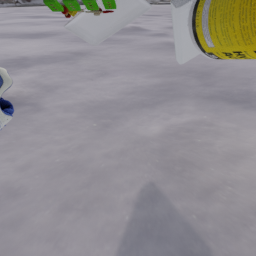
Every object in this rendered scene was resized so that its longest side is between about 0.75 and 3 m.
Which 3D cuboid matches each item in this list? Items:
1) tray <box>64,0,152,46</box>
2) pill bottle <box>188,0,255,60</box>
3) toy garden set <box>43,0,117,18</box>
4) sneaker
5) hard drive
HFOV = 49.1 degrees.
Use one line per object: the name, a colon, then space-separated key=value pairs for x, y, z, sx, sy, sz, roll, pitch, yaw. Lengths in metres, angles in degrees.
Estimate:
tray: x=-0.553 y=-2.909 z=7.191 sx=2.141 sy=0.237 sz=1.150 roll=-20 pitch=-29 yaw=37
pill bottle: x=2.389 y=-1.920 z=4.690 sx=1.519 sy=1.519 sz=2.730 roll=-12 pitch=17 yaw=-22
toy garden set: x=-0.998 y=-2.816 z=6.331 sx=1.474 sy=0.294 sz=1.228 roll=-1 pitch=7 yaw=3
sneaker: x=-1.849 y=-0.033 z=3.627 sx=0.755 sy=1.713 sz=0.645 roll=-14 pitch=56 yaw=-36
hard drive: x=2.051 y=-2.878 z=7.503 sx=1.791 sy=2.716 sz=0.357 roll=-30 pitch=72 yaw=3
